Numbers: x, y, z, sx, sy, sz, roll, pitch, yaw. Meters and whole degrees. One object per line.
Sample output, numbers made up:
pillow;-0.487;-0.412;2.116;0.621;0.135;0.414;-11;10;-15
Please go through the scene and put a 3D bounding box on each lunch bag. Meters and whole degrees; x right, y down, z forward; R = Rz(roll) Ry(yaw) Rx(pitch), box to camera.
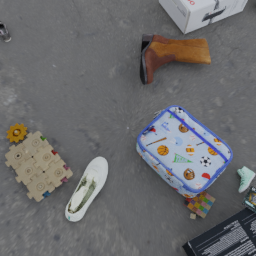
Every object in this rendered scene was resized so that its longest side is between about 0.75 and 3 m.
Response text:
lunch bag;1.602;0.570;8.263;2.066;0.974;2.578;-40;71;-17

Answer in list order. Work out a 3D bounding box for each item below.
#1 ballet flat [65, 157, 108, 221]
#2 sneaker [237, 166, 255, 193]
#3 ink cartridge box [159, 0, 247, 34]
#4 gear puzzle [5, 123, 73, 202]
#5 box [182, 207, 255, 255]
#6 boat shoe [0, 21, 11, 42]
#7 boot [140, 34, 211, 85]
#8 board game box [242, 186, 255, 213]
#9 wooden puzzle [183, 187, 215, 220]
ballet flat;-1.141;1.663;7.934;0.702;0.702;2.021;24;67;10
sneaker;3.327;1.488;8.202;0.483;0.301;0.818;39;61;10
ink cartridge box;2.873;-5.107;10.710;2.816;1.179;2.032;-24;68;-12
gear puzzle;-2.912;0.900;8.495;1.387;0.351;2.677;-39;68;-14
box;3.106;3.129;7.009;2.794;1.102;1.972;-25;63;-11
boat shoe;-4.766;-3.763;10.581;0.385;0.328;1.152;-31;69;-13
boot;1.634;-2.329;9.756;2.406;0.824;2.265;6;51;-1
board game box;3.332;1.902;6.966;0.817;0.115;0.552;33;67;18
wooden puzzle;2.040;2.099;8.005;0.687;0.081;1.158;34;63;17
